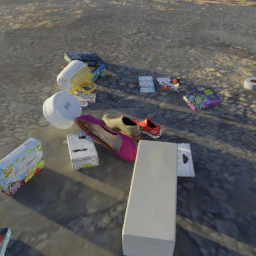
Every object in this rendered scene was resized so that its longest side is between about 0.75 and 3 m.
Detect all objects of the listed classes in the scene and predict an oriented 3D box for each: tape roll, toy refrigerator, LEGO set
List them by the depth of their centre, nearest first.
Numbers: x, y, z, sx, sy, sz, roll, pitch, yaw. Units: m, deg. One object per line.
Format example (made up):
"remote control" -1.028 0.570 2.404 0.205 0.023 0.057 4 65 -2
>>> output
"toy refrigerator" 0.601 1.576 6.620 1.037 0.956 2.732 5 40 7
"tape roll" 5.941 -2.065 13.160 0.883 0.292 0.883 1 33 0
"LEGO set" 1.569 -2.201 13.236 2.012 0.494 1.503 0 36 -1

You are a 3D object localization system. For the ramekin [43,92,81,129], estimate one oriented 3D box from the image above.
"ramekin" -2.190 -0.635 9.538 0.599 1.229 1.229 -30 10 42

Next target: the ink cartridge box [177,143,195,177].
"ink cartridge box" 1.195 1.009 8.307 1.364 0.346 1.548 2 33 4

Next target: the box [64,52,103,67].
"box" -2.439 -3.765 15.417 1.808 0.461 1.426 -6 32 -27

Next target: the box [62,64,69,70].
"box" -3.162 -3.167 14.893 0.383 0.286 0.764 -20 36 -32

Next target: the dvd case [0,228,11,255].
"dvd case" -3.825 2.825 5.558 2.442 0.269 1.783 -3 33 -3

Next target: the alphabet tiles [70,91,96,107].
"alphabet tiles" -2.151 -1.305 12.145 1.472 0.107 1.440 -2 32 -2

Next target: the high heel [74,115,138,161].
"high heel" -0.707 0.338 8.581 2.254 0.760 1.083 34 19 34

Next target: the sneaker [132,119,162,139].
"sneaker" 0.629 -0.123 9.835 1.314 0.558 0.506 21 45 30

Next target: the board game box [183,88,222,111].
"board game box" 3.086 -1.206 11.633 1.375 0.222 0.825 -17 49 -20

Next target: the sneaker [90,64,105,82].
"sneaker" -1.685 -2.833 14.083 0.680 0.582 1.641 21 41 19

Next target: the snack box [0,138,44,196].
"snack box" -2.921 1.031 7.677 0.365 0.980 1.379 17 36 20

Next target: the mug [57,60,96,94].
"mug" -2.338 -2.189 12.441 1.576 1.262 1.294 6 34 25

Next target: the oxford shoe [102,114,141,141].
"oxford shoe" -0.220 -0.208 9.904 1.793 0.671 0.632 26 41 34

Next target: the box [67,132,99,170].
"box" -1.445 0.670 8.777 0.797 0.411 1.366 -10 33 -15
